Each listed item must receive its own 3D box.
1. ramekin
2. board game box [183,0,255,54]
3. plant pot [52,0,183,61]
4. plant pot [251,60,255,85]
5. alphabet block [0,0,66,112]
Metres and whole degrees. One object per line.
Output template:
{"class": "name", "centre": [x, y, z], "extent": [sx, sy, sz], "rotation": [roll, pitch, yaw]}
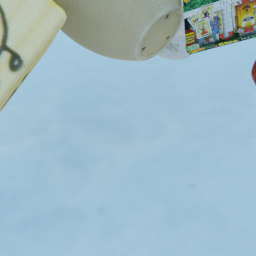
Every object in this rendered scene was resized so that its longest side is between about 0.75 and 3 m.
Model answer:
{"class": "ramekin", "centre": [0.980, -1.946, 5.988], "extent": [1.200, 1.200, 0.559], "rotation": [8, 73, 9]}
{"class": "board game box", "centre": [1.634, -1.681, 3.782], "extent": [1.822, 0.954, 0.214], "rotation": [-7, -10, 33]}
{"class": "plant pot", "centre": [0.050, -2.035, 4.805], "extent": [2.251, 2.251, 1.511], "rotation": [-33, 72, -31]}
{"class": "plant pot", "centre": [2.190, -0.455, 3.255], "extent": [1.234, 1.268, 1.268], "rotation": [38, 34, -25]}
{"class": "alphabet block", "centre": [-2.569, -1.127, 3.887], "extent": [2.322, 2.268, 2.280], "rotation": [-58, 23, -10]}
